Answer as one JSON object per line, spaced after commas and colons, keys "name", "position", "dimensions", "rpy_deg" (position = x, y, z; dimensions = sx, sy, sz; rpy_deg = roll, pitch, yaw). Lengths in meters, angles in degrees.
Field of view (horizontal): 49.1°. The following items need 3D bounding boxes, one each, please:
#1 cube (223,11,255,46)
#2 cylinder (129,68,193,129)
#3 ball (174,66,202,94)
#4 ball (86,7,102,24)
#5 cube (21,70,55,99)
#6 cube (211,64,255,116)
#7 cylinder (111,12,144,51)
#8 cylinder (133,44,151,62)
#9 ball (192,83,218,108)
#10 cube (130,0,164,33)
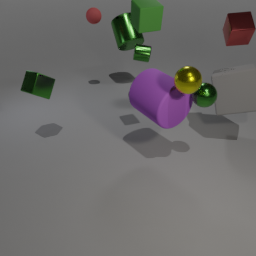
{"name": "cube", "position": [3.371, -3.020, 8.561], "dimensions": [0.700, 0.700, 0.700], "rpy_deg": [-4, 67, 3]}
{"name": "cylinder", "position": [0.977, -0.901, 8.422], "dimensions": [1.400, 1.400, 1.400], "rpy_deg": [-19, 40, -31]}
{"name": "ball", "position": [1.504, -1.198, 7.026], "dimensions": [0.700, 0.700, 0.700], "rpy_deg": [0, 29, 0]}
{"name": "ball", "position": [-1.545, -5.056, 12.626], "dimensions": [0.700, 0.700, 0.700], "rpy_deg": [0, 29, 0]}
{"name": "cube", "position": [-2.920, -1.396, 9.090], "dimensions": [0.700, 0.700, 0.700], "rpy_deg": [17, 1, 38]}
{"name": "cube", "position": [3.743, -1.350, 9.741], "dimensions": [1.400, 1.400, 1.400], "rpy_deg": [-6, 16, 23]}
{"name": "cylinder", "position": [-0.018, -4.853, 14.200], "dimensions": [1.400, 1.400, 1.400], "rpy_deg": [-16, -4, -1]}
{"name": "cylinder", "position": [0.616, -3.276, 12.260], "dimensions": [0.700, 0.700, 0.700], "rpy_deg": [9, 29, -3]}
{"name": "ball", "position": [2.152, -0.926, 7.877], "dimensions": [0.700, 0.700, 0.700], "rpy_deg": [0, 29, 0]}
{"name": "cube", "position": [0.519, -3.199, 7.938], "dimensions": [0.700, 0.700, 0.700], "rpy_deg": [-13, 47, -15]}
